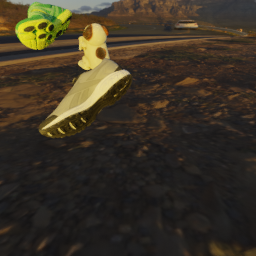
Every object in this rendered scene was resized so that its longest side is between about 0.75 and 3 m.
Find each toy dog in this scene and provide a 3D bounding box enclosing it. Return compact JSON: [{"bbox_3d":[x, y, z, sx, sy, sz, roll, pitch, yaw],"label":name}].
[{"bbox_3d":[-1.280,-3.080,10.666,1.213,1.739,1.686,-14,43,-17],"label":"toy dog"}]

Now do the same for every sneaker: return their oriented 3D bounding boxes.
[{"bbox_3d":[-0.689,-0.434,4.229,1.575,0.582,0.625,-40,70,-7],"label":"sneaker"},{"bbox_3d":[-2.903,-3.435,9.253,1.192,1.056,2.852,26,34,0],"label":"sneaker"}]
